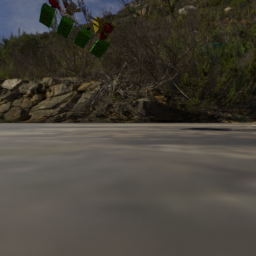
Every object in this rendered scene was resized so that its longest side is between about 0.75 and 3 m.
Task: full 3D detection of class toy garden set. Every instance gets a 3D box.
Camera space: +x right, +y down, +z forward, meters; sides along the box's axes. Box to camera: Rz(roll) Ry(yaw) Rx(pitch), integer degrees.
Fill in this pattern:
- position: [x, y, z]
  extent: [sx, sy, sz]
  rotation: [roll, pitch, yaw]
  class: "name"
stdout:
- position: [-1.678, -3.570, 9.556]
  extent: [2.520, 0.503, 2.101]
  rotation: [29, -15, -17]
  class: "toy garden set"
